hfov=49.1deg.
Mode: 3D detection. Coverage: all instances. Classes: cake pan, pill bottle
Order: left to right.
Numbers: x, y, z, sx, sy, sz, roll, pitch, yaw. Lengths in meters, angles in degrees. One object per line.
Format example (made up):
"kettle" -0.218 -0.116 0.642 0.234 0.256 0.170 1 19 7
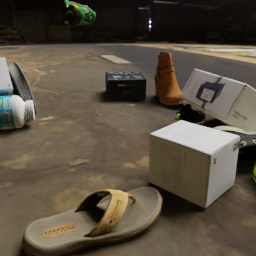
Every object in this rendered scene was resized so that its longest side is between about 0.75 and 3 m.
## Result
"pill bottle" -4.459 -0.539 9.935 2.127 1.178 1.178 -7 22 -16
"cake pan" -4.275 -1.498 11.133 0.406 2.216 2.216 -24 30 -26

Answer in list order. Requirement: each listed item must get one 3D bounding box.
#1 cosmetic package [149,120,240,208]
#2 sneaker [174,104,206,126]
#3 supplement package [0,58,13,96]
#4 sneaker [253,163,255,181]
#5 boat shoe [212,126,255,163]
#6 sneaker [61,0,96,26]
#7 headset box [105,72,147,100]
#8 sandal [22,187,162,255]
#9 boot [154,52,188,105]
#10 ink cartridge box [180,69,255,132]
"cosmetic package" 1.485 0.735 6.456 1.303 1.304 1.581 -20 28 -40
"sneaker" 2.346 -0.494 10.295 0.727 0.839 2.027 14 25 33
"supplement package" -5.331 -1.545 10.837 1.353 1.303 2.378 -12 -11 -29
"sneaker" 3.434 1.220 6.013 0.821 0.728 1.965 -4 21 1
"boat shoe" 3.468 0.557 7.593 2.860 1.046 0.896 2 51 -16
"sneaker" -1.437 -3.191 7.895 0.711 0.651 1.669 -5 33 -29
"headset box" -0.155 -2.206 14.448 1.957 1.043 2.248 -2 21 -7
"sandal" -0.534 1.549 5.139 2.725 0.736 1.094 -9 23 -23
"boot" 2.012 -2.378 13.209 1.113 2.253 2.903 -3 21 -9
"ink cartridge box" 3.427 -0.796 9.422 2.120 1.235 2.928 24 12 -24
